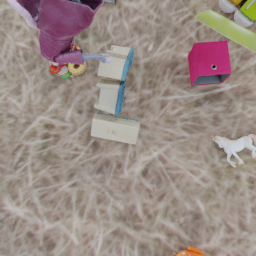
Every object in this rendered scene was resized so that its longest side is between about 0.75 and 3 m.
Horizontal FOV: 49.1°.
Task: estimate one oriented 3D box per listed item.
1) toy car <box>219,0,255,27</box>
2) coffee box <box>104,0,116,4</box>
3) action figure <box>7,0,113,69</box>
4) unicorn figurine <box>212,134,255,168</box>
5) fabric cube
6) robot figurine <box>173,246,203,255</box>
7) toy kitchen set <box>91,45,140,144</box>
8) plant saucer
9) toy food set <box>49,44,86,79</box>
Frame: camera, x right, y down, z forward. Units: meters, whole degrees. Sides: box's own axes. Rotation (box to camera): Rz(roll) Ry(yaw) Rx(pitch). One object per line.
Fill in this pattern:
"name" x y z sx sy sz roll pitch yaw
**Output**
"toy car" 3.907 -4.217 8.990 1.646 1.440 1.234 47 49 6
"coffee box" -0.749 -4.521 9.394 0.793 0.317 0.448 12 83 2
"action figure" -1.598 -2.156 6.390 2.193 2.945 1.973 -35 79 -27
"unicorn figurine" 3.339 0.617 8.652 1.592 0.588 1.093 -15 72 -16
"fabric cube" 2.502 -1.985 8.694 1.033 1.053 1.049 -4 82 1
"robot figurine" 1.907 4.006 8.064 1.285 0.749 0.924 16 83 2
"toy kitchen set" -0.143 -1.092 8.759 1.424 1.936 2.417 12 119 2
"plant saucer" 2.606 -2.259 6.625 2.173 2.173 0.338 30 117 4
"toy food set" -1.999 -2.190 9.100 1.193 0.293 1.205 -15 83 -2
